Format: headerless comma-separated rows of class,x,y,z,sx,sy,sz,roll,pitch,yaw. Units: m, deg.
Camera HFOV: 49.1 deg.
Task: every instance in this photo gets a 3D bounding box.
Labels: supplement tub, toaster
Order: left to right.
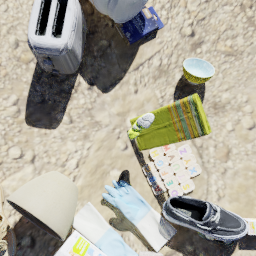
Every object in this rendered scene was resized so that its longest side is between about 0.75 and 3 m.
toaster,-2.343,-3.361,9.556,1.626,1.848,2.861,10,83,0
supplement tub,-0.749,-5.342,9.571,2.168,2.168,2.997,-41,82,-4

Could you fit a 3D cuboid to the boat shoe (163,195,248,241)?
boat shoe,2.578,2.843,9.126,2.836,0.961,1.017,17,55,6

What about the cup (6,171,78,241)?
cup,-2.483,2.302,8.955,2.162,2.162,1.546,32,60,4

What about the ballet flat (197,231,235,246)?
ballet flat,3.004,3.647,9.449,1.280,0.475,0.475,13,83,2

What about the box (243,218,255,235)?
box,4.395,3.328,9.449,0.882,0.496,0.447,2,83,-1

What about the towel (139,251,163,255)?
towel,0.747,4.451,9.373,0.873,0.150,0.578,13,82,-18

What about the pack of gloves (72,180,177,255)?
pack of gloves,-0.199,3.353,9.349,2.863,0.565,2.405,43,88,5

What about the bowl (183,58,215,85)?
bowl,2.420,-1.910,9.933,1.147,0.617,1.147,6,47,-7

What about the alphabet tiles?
alphabet tiles,1.550,1.458,9.853,1.862,0.139,1.904,-25,84,-3

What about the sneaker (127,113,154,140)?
sneaker,0.392,-0.115,8.691,0.409,0.567,1.080,45,110,-6

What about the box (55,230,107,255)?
box,-1.138,4.888,8.630,2.924,1.645,1.482,37,92,5

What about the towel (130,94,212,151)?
towel,1.220,-0.077,8.875,0.256,2.836,1.221,-15,87,-44

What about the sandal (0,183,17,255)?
sandal,-4.502,3.170,9.255,1.023,0.918,2.791,-13,83,-2

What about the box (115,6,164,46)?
box,0.439,-3.860,10.420,1.621,0.263,0.982,-30,84,-4
